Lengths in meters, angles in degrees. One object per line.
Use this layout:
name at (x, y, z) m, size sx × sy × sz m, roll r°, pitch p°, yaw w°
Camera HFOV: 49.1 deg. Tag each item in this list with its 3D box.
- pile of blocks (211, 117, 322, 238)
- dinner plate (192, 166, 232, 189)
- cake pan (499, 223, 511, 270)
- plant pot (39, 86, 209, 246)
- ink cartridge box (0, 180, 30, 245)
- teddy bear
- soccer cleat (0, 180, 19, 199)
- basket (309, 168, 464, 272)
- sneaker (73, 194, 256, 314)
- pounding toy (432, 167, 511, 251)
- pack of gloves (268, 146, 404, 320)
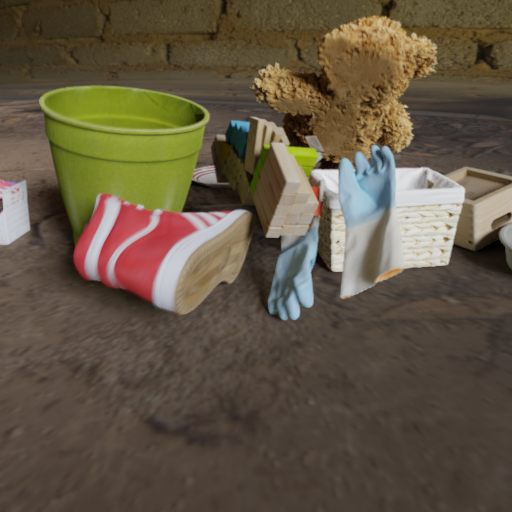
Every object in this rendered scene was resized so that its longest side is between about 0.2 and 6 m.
pile of blocks at (0.296, -1.576, 9.488) m, size 1.170 × 1.546 × 3.766 m, roll -1°, pitch 24°, yaw -21°
dinner plate at (-0.775, -2.139, 15.271) m, size 2.218 × 0.269 × 2.218 m, roll 1°, pitch 22°, yaw 0°
cake pan at (5.642, 0.031, 9.552) m, size 2.862 × 0.525 × 2.862 m, roll 0°, pitch 22°, yaw 0°
plant pot at (-2.284, -1.324, 9.712) m, size 2.679 × 2.580 × 2.679 m, roll 7°, pitch 28°, yaw -4°
ink cartridge box at (-4.818, -0.872, 11.035) m, size 0.310 × 1.088 × 0.884 m, roll 3°, pitch 22°, yaw 7°
teddy bear at (1.479, -2.583, 10.192) m, size 3.052 × 4.209 × 1.405 m, roll 9°, pitch 57°, yaw 11°
soccer cleat at (-6.491, -1.611, 13.418) m, size 0.585 × 0.670 × 1.753 m, roll 19°, pitch 29°, yaw 39°
basket at (2.217, -0.682, 10.055) m, size 2.393 × 1.476 × 1.622 m, roll -2°, pitch 22°, yaw -7°
sneaker at (-1.299, -0.235, 8.510) m, size 1.973 × 1.249 × 3.508 m, roll 17°, pitch 15°, yaw 12°
pounding toy at (4.473, -0.835, 11.068) m, size 1.888 × 1.342 × 1.738 m, roll -23°, pitch 29°, yaw -23°
pack of gloves at (0.965, -0.468, 8.163) m, size 2.304 × 0.541 × 2.742 m, roll -31°, pitch 35°, yaw 35°
